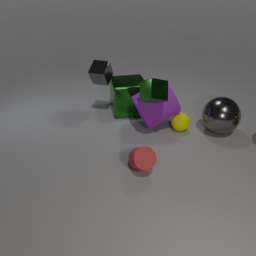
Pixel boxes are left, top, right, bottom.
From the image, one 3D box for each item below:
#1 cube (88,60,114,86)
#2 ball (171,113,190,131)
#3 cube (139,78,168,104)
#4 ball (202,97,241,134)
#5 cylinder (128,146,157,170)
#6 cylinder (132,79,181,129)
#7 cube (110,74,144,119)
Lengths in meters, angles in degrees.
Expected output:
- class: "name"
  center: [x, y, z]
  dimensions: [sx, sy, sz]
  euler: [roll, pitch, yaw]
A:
- class: "cube"
  center: [-1.071, -2.196, 11.140]
  dimensions: [0.700, 0.700, 0.700]
  euler: [10, 62, 18]
- class: "ball"
  center: [2.005, -0.232, 10.723]
  dimensions: [0.700, 0.700, 0.700]
  euler: [0, 30, 0]
- class: "cube"
  center: [0.858, -1.225, 9.336]
  dimensions: [0.700, 0.700, 0.700]
  euler: [3, -3, -32]
- class: "ball"
  center: [3.465, -0.462, 10.425]
  dimensions: [1.400, 1.400, 1.400]
  euler: [0, 30, 0]
- class: "cylinder"
  center: [0.423, 0.910, 8.409]
  dimensions: [0.700, 0.700, 0.700]
  euler: [-8, -5, -13]
- class: "cylinder"
  center: [1.058, -0.900, 10.603]
  dimensions: [1.400, 1.400, 1.400]
  euler: [-29, 33, 2]
- class: "cube"
  center: [0.009, -1.370, 11.957]
  dimensions: [1.400, 1.400, 1.400]
  euler: [-5, 31, -9]
